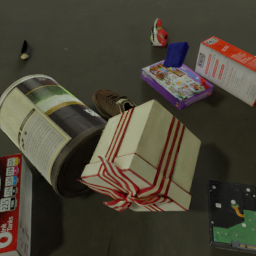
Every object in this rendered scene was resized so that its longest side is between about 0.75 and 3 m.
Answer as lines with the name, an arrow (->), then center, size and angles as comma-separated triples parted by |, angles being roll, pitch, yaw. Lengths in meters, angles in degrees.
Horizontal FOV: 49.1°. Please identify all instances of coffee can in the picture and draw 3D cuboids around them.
coffee can -> -1.804, 0.128, 7.284 | 2.048, 2.048, 2.799 | -35, 56, -28

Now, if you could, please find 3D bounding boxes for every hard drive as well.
hard drive -> 2.502, 2.059, 6.689 | 1.142, 0.309, 1.634 | 6, 47, 5

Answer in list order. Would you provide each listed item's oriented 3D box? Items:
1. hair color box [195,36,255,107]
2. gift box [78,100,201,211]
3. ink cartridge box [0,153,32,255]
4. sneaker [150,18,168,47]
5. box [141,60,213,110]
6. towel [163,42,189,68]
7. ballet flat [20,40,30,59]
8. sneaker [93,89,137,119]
hair color box -> 3.655, -2.026, 9.803 | 0.795, 1.319, 2.598 | -31, 55, -25
gift box -> 0.134, 0.669, 5.536 | 1.887, 1.742, 1.762 | 34, 57, -22
ink cartridge box -> -3.365, 1.956, 6.304 | 2.114, 1.010, 2.408 | -10, 48, -8
sneaker -> 1.403, -4.138, 12.353 | 0.761, 0.690, 1.792 | 12, 52, -9
box -> 1.721, -1.670, 10.070 | 1.508, 0.431, 2.204 | -25, 52, -22
towel -> 1.237, -1.859, 7.194 | 0.220, 0.655, 0.887 | 12, 9, -20
ballet flat -> -4.298, -3.227, 11.591 | 0.390, 0.334, 1.175 | -10, 48, -9
sneaker -> -0.154, -0.654, 8.717 | 0.964, 1.034, 2.737 | -31, 55, -26
